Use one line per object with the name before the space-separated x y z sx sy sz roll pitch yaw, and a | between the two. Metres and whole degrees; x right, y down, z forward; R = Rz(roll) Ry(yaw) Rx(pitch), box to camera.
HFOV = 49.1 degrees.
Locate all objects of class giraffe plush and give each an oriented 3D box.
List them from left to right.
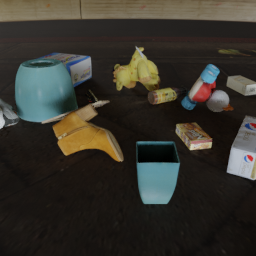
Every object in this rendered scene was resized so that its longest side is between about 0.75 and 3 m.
giraffe plush | 0.264 -2.730 14.315 1.963 2.420 2.088 -24 29 26

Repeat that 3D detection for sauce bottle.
sauce bottle | 1.897 -1.570 13.044 2.002 0.661 0.661 -15 31 -25

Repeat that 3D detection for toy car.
toy car | 3.675 -1.372 12.067 1.961 1.808 1.735 36 35 6

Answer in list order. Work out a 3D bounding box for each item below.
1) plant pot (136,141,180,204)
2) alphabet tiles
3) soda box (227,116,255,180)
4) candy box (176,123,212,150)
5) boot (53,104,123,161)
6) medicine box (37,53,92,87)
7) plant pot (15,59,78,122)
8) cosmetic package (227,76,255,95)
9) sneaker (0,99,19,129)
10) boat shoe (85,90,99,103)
plant pot | 0.678 1.149 6.909 0.960 1.359 0.961 0 28 1
alphabet tiles | -1.742 -0.644 10.381 2.140 0.097 2.560 -19 4 7
soda box | 3.800 0.507 8.702 0.817 0.874 2.567 15 30 26
candy box | 2.263 0.261 9.745 0.769 0.368 1.332 -6 27 -11
boot | -1.293 0.474 8.840 1.578 2.205 0.776 -35 -10 6
medicine box | -3.669 -3.239 15.599 2.534 1.304 2.309 10 29 19
plant pot | -3.516 -1.736 11.808 2.585 2.075 2.585 -1 27 0
cosmetic package | 5.889 -2.207 14.405 0.793 0.560 1.532 -8 29 -16
sneaker | -5.063 -0.677 11.217 0.944 0.880 2.382 -8 33 -35
boat shoe | -1.662 -1.354 12.950 0.378 0.441 1.206 -37 43 -4
